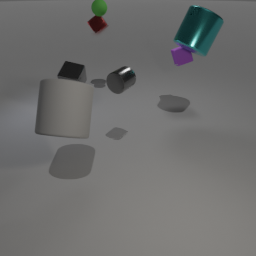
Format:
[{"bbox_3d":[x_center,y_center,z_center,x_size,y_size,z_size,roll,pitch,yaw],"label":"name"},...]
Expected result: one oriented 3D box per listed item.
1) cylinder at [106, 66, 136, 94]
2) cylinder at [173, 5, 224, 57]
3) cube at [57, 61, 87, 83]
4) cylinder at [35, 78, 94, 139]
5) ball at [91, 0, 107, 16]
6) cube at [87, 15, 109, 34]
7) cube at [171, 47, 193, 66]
[{"bbox_3d":[-0.209,-1.515,8.836,0.700,0.700,0.700,16,35,27],"label":"cylinder"},{"bbox_3d":[2.634,-3.629,10.553,1.400,1.400,1.400,25,13,-6],"label":"cylinder"},{"bbox_3d":[-1.833,-1.671,9.267,0.700,0.700,0.700,14,57,7],"label":"cube"},{"bbox_3d":[-1.667,-0.478,7.402,1.400,1.400,1.400,6,-1,0],"label":"cylinder"},{"bbox_3d":[-1.259,-5.285,12.304,0.700,0.700,0.700,0,28,0],"label":"ball"},{"bbox_3d":[-1.465,-5.087,13.712,0.700,0.700,0.700,-35,12,14],"label":"cube"},{"bbox_3d":[2.351,-3.171,12.227,0.700,0.700,0.700,-19,18,3],"label":"cube"}]
